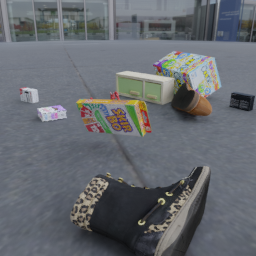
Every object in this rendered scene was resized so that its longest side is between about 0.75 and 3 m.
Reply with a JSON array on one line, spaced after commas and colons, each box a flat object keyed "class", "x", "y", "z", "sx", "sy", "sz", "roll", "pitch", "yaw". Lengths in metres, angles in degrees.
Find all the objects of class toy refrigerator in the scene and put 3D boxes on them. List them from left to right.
[{"class": "toy refrigerator", "x": 0.670, "y": -1.833, "z": 12.476, "sx": 2.670, "sy": 1.013, "sz": 0.934, "roll": 18, "pitch": 28, "yaw": 37}]

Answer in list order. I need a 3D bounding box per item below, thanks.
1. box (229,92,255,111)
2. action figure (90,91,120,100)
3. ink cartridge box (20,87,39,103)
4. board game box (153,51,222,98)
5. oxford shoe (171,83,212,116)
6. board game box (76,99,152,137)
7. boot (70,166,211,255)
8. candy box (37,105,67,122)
[{"class": "box", "x": 4.506, "y": -1.062, "z": 11.070, "sx": 0.332, "sy": 0.594, "sz": 0.841, "roll": -18, "pitch": 28, "yaw": -38}, {"class": "action figure", "x": -0.797, "y": -0.986, "z": 10.280, "sx": 2.301, "sy": 1.139, "sz": 0.751, "roll": 21, "pitch": 30, "yaw": 37}, {"class": "ink cartridge box", "x": -4.233, "y": -1.398, "z": 11.988, "sx": 0.763, "sy": 0.550, "sz": 0.319, "roll": 12, "pitch": 25, "yaw": 28}, {"class": "board game box", "x": 2.612, "y": -2.412, "z": 12.781, "sx": 1.436, "sy": 1.462, "sz": 2.788, "roll": -34, "pitch": 31, "yaw": -14}, {"class": "oxford shoe", "x": 2.408, "y": -0.996, "z": 10.813, "sx": 1.055, "sy": 1.055, "sz": 2.959, "roll": 28, "pitch": 16, "yaw": -11}, {"class": "board game box", "x": -0.382, "y": -0.277, "z": 7.266, "sx": 1.997, "sy": 0.954, "sz": 0.299, "roll": 3, "pitch": 36, "yaw": 28}, {"class": "boot", "x": 0.363, "y": 1.229, "z": 4.928, "sx": 1.831, "sy": 0.890, "sz": 2.432, "roll": 12, "pitch": 30, "yaw": 26}, {"class": "candy box", "x": -2.747, "y": -0.532, "z": 10.109, "sx": 0.876, "sy": 0.313, "sz": 0.735, "roll": -12, "pitch": 24, "yaw": -27}]
